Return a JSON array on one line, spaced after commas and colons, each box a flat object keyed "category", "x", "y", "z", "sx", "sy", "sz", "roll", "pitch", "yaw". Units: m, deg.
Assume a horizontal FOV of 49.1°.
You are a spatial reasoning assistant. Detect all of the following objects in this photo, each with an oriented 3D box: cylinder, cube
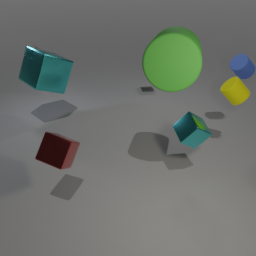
[{"category": "cylinder", "x": 1.166, "y": -1.791, "z": 7.153, "sx": 1.400, "sy": 1.400, "sz": 1.400, "roll": 6, "pitch": 27, "yaw": 11}, {"category": "cylinder", "x": 3.613, "y": -1.245, "z": 9.455, "sx": 0.700, "sy": 0.700, "sz": 0.700, "roll": -42, "pitch": 16, "yaw": 15}, {"category": "cube", "x": 1.881, "y": 0.070, "z": 8.244, "sx": 0.700, "sy": 0.700, "sz": 0.700, "roll": 22, "pitch": 36, "yaw": -37}, {"category": "cube", "x": -3.314, "y": -2.329, "z": 11.307, "sx": 1.400, "sy": 1.400, "sz": 1.400, "roll": 30, "pitch": 17, "yaw": 36}, {"category": "cylinder", "x": 4.285, "y": -2.290, "z": 10.479, "sx": 0.700, "sy": 0.700, "sz": 0.700, "roll": 29, "pitch": 8, "yaw": -40}, {"category": "cube", "x": -1.695, "y": 0.549, "z": 6.835, "sx": 0.700, "sy": 0.700, "sz": 0.700, "roll": 20, "pitch": -2, "yaw": 9}]
